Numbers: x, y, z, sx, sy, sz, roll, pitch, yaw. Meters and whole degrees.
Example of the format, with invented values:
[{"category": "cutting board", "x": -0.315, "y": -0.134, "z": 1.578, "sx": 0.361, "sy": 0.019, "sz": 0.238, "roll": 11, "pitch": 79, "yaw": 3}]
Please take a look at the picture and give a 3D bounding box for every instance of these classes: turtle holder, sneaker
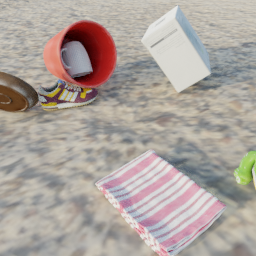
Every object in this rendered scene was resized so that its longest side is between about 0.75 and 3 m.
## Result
[{"category": "turtle holder", "x": 2.822, "y": 0.943, "z": 5.182, "sx": 1.635, "sy": 1.161, "sz": 1.242, "roll": 9, "pitch": 4, "yaw": 23}, {"category": "sneaker", "x": -1.779, "y": -1.092, "z": 8.472, "sx": 1.787, "sy": 0.805, "sz": 0.670, "roll": -16, "pitch": 31, "yaw": -18}]

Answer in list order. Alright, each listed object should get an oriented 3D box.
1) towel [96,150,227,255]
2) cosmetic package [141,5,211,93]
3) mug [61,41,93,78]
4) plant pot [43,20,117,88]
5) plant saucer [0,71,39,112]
[{"category": "towel", "x": 0.566, "y": 1.276, "z": 5.406, "sx": 1.560, "sy": 0.319, "sz": 2.131, "roll": -28, "pitch": 45, "yaw": -27}, {"category": "cosmetic package", "x": 1.648, "y": -2.623, "z": 9.167, "sx": 1.258, "sy": 2.047, "sz": 2.041, "roll": -28, "pitch": 23, "yaw": 27}, {"category": "mug", "x": -1.779, "y": -2.204, "z": 8.982, "sx": 0.869, "sy": 1.031, "sz": 1.177, "roll": -11, "pitch": 7, "yaw": 32}, {"category": "plant pot", "x": -1.702, "y": -2.338, "z": 9.085, "sx": 2.059, "sy": 2.059, "sz": 1.822, "roll": -27, "pitch": 25, "yaw": -33}, {"category": "plant saucer", "x": -3.412, "y": -0.903, "z": 7.628, "sx": 1.869, "sy": 1.869, "sz": 0.300, "roll": 3, "pitch": 62, "yaw": 4}]
